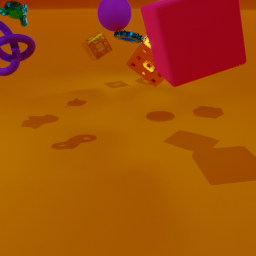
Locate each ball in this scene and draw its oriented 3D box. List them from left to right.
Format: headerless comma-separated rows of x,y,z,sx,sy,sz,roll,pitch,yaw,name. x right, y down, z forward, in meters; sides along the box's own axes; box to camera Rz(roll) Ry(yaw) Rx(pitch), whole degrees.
-0.372,-3.152,7.709,0.939,0.939,0.939,0,26,0,ball

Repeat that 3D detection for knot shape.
-2.692,-1.830,6.445,1.135,1.213,0.561,-12,26,-41,knot shape

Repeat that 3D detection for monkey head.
-3.548,-3.623,8.903,0.661,0.789,1.096,2,23,16,monkey head

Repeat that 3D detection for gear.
0.018,-4.026,12.351,1.283,0.237,1.283,11,7,-1,gear

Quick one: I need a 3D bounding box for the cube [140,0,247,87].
1.122,-1.708,5.064,1.336,1.336,1.336,-18,24,1,cube

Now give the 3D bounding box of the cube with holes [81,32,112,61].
-1.349,-3.514,12.137,0.846,0.846,0.846,-38,26,-11,cube with holes

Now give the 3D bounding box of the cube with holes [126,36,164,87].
0.689,-1.718,6.525,0.906,0.906,0.906,37,62,-9,cube with holes
